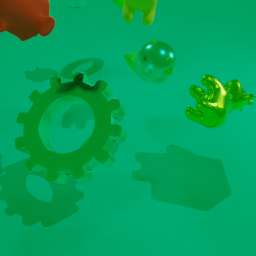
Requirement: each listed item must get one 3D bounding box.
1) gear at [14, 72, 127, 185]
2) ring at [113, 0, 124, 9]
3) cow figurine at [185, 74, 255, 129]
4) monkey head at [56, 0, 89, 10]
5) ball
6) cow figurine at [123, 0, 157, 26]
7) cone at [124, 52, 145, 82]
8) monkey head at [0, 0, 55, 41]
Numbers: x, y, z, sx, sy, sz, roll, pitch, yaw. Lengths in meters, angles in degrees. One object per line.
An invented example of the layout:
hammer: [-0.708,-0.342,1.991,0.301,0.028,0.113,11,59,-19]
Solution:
gear: [-1.056,-0.014,5.140,2.042,0.378,2.042,-4,71,12]
ring: [-0.062,-4.659,8.584,0.380,1.898,1.898,13,42,25]
cow figurine: [1.915,-0.482,5.734,1.397,0.780,1.420,29,55,-14]
monkey head: [-1.694,-4.224,8.419,1.681,1.210,1.013,5,11,31]
ball: [0.571,-1.343,5.769,0.884,0.884,0.884,0,40,0]
cow figurine: [0.325,-3.200,6.382,0.902,1.642,1.616,8,79,-3]
cone: [0.545,-1.870,7.424,0.943,0.939,0.939,-42,49,0]
monkey head: [-1.612,-1.811,4.373,0.957,0.802,1.331,38,94,44]
